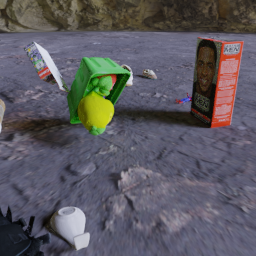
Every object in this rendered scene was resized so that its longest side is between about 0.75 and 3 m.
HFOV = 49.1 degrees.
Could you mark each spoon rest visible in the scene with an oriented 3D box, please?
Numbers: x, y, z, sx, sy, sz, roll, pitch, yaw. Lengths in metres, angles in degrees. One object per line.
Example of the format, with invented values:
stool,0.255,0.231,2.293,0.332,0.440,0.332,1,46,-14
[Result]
spoon rest,-0.942,1.673,4.705,0.608,0.371,1.224,-9,12,-24

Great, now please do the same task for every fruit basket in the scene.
fruit basket,-0.820,-0.727,7.891,1.564,2.168,2.168,-10,24,-39

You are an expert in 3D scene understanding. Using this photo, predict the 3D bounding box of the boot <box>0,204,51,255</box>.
boot,-2.551,1.790,3.653,2.638,0.976,2.162,-19,33,-40

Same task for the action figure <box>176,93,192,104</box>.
action figure,2.386,-1.261,11.282,0.925,0.458,0.302,-10,26,-27

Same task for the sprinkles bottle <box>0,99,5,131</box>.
sprinkles bottle,-4.281,-0.333,8.705,0.751,0.751,2.202,-7,24,-16

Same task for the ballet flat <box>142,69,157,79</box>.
ballet flat,1.148,-2.940,15.173,0.414,0.409,1.216,-14,28,-30

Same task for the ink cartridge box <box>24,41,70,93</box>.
ink cartridge box,-2.243,-1.579,7.841,0.385,1.528,0.833,-30,-6,6

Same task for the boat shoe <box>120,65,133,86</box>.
boat shoe,-0.146,-2.834,14.376,0.857,0.839,2.419,-3,24,-7

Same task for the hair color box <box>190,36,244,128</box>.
hair color box,2.751,-1.478,8.957,0.811,2.647,1.344,-8,25,-18
